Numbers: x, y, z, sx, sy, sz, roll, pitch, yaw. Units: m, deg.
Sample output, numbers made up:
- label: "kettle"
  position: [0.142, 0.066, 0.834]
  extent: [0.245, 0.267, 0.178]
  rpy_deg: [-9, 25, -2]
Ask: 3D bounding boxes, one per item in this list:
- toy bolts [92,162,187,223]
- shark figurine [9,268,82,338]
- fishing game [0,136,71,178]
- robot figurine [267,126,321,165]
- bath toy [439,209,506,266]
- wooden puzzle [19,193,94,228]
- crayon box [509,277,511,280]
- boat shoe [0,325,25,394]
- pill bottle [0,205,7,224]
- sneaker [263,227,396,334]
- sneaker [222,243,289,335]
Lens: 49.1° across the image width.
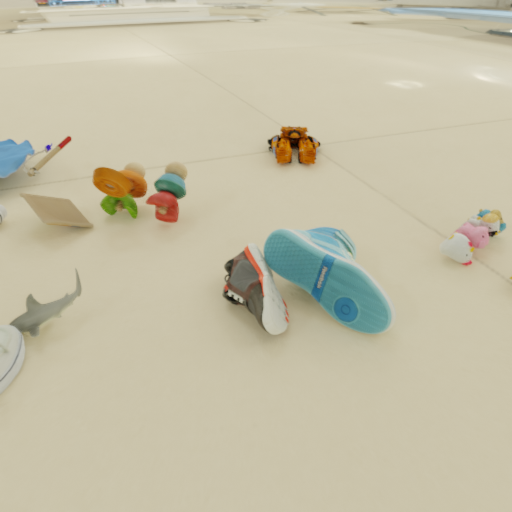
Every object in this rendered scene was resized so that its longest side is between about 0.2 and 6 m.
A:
- label: "toy bolts"
  position: [-2.219, -1.529, 11.060]
  extent: [1.710, 1.633, 1.186]
  rpy_deg: [10, 65, 11]
- label: "shark figurine"
  position: [-3.048, 0.691, 8.140]
  extent: [1.287, 0.537, 0.769]
  rpy_deg: [-35, 25, -21]
- label: "fishing game"
  position: [-6.609, -1.966, 12.918]
  extent: [4.351, 0.676, 3.116]
  rpy_deg: [-4, 30, 8]
- label: "robot figurine"
  position: [1.006, -2.885, 14.481]
  extent: [1.422, 0.571, 1.961]
  rpy_deg: [2, 31, 0]
- label: "bath toy"
  position: [3.978, -0.347, 10.199]
  extent: [1.679, 0.730, 0.621]
  rpy_deg: [-31, 78, -41]
- label: "wooden puzzle"
  position: [-3.902, -0.853, 10.937]
  extent: [1.160, 0.216, 1.073]
  rpy_deg: [38, 20, 32]
- label: "crayon box"
  position: [4.626, 0.556, 8.968]
  extent: [0.608, 0.249, 0.967]
  rpy_deg: [-22, 38, -33]
- label: "boat shoe"
  position: [-3.647, 1.370, 6.894]
  extent: [0.820, 0.947, 2.221]
  rpy_deg: [6, 31, 9]
- label: "pill bottle"
  position: [-5.231, -0.729, 10.990]
  extent: [0.413, 0.413, 0.691]
  rpy_deg: [7, 32, 12]
- label: "sneaker"
  position: [1.429, 0.233, 8.910]
  extent: [2.379, 0.946, 1.553]
  rpy_deg: [39, 30, 26]
- label: "sneaker"
  position: [-0.079, 0.613, 8.655]
  extent: [0.827, 0.778, 2.019]
  rpy_deg: [-28, 31, 6]
